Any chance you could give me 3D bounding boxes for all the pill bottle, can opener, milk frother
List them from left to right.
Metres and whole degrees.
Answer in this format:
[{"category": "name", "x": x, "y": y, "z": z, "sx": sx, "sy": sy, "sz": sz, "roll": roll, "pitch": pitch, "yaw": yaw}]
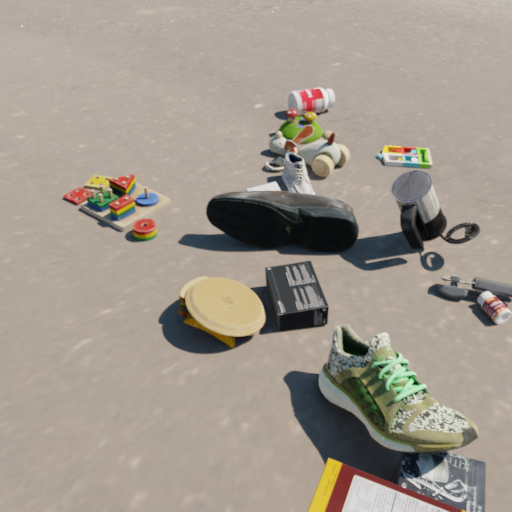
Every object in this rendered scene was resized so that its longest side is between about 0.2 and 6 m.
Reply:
[{"category": "pill bottle", "x": 1.669, "y": -4.652, "z": 16.859, "sx": 1.302, "sy": 0.731, "sz": 0.731, "roll": -14, "pitch": 40, "yaw": -16}, {"category": "milk frother", "x": 3.513, "y": -0.877, "z": 10.970, "sx": 1.391, "sy": 1.308, "sz": 1.255, "roll": -15, "pitch": 49, "yaw": 23}, {"category": "can opener", "x": 4.115, "y": 0.648, "z": 10.386, "sx": 1.424, "sy": 0.476, "sz": 0.380, "roll": 13, "pitch": 1, "yaw": 13}, {"category": "pill bottle", "x": 4.250, "y": 0.923, "z": 10.019, "sx": 0.326, "sy": 0.326, "sz": 0.572, "roll": -12, "pitch": 40, "yaw": -15}]

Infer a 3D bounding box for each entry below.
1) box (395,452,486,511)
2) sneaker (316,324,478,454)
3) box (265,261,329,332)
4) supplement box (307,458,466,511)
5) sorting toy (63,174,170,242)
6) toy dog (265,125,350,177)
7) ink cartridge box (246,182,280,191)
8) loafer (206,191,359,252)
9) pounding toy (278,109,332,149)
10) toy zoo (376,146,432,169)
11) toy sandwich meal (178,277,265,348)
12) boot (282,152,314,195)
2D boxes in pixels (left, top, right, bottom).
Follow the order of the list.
[{"category": "box", "x": 2.274, "y": 3.054, "z": 7.033, "sx": 1.035, "sy": 0.653, "sz": 1.053, "roll": 10, "pitch": 39, "yaw": 15}, {"category": "sneaker", "x": 1.770, "y": 1.713, "z": 7.671, "sx": 1.050, "sy": 1.210, "sz": 2.731, "roll": -15, "pitch": 20, "yaw": -30}, {"category": "box", "x": 0.710, "y": 0.710, "z": 10.127, "sx": 0.895, "sy": 0.500, "sz": 1.268, "roll": -7, "pitch": 40, "yaw": -7}, {"category": "supplement box", "x": 1.293, "y": 3.299, "z": 5.934, "sx": 1.603, "sy": 1.581, "sz": 1.064, "roll": 16, "pitch": 41, "yaw": 19}, {"category": "sorting toy", "x": -3.071, "y": -1.368, "z": 12.818, "sx": 3.053, "sy": 0.516, "sz": 1.472, "roll": 26, "pitch": 45, "yaw": 30}, {"category": "toy dog", "x": 1.302, "y": -2.815, "z": 14.235, "sx": 2.168, "sy": 1.044, "sz": 1.430, "roll": 9, "pitch": 39, "yaw": 11}, {"category": "ink cartridge box", "x": 0.207, "y": -1.430, "z": 13.144, "sx": 0.750, "sy": 0.152, "sz": 0.748, "roll": -14, "pitch": 37, "yaw": -5}, {"category": "loafer", "x": 0.539, "y": -0.841, "z": 11.726, "sx": 3.134, "sy": 1.141, "sz": 1.133, "roll": 11, "pitch": 36, "yaw": -2}, {"category": "pounding toy", "x": 1.332, "y": -3.626, "z": 15.525, "sx": 1.242, "sy": 0.746, "sz": 1.608, "roll": -19, "pitch": 41, "yaw": -22}, {"category": "toy zoo", "x": 3.866, "y": -2.604, "z": 14.703, "sx": 1.379, "sy": 0.141, "sz": 0.905, "roll": 6, "pitch": 38, "yaw": 6}, {"category": "toy sandwich meal", "x": -0.621, "y": 0.962, "z": 9.803, "sx": 1.603, "sy": 0.549, "sz": 1.603, "roll": 15, "pitch": 34, "yaw": -10}, {"category": "boot", "x": 0.985, "y": -1.875, "z": 13.292, "sx": 0.556, "sy": 0.723, "sz": 1.512, "roll": -13, "pitch": 40, "yaw": -16}]
